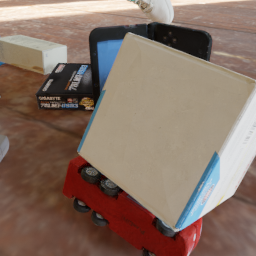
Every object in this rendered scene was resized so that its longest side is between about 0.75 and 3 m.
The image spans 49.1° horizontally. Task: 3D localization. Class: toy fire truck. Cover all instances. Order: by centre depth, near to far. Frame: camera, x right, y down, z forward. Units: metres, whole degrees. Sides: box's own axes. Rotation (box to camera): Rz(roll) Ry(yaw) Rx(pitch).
[{"bbox_3d":[0.045,0.853,4.900,2.929,0.714,2.066,28,27,23],"label":"toy fire truck"}]

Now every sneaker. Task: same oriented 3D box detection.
[{"bbox_3d":[0.240,-4.135,8.533,1.068,2.838,1.256,-16,32,51],"label":"sneaker"}]

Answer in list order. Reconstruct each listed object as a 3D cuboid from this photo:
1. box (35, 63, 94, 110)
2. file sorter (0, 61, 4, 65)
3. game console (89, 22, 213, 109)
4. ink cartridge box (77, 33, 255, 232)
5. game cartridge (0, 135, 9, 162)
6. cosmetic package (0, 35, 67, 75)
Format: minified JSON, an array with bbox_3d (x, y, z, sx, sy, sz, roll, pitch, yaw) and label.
[{"bbox_3d":[-1.283,-1.328,8.549,2.339,0.585,2.356,3,33,3],"label":"box"},{"bbox_3d":[-5.689,-2.737,10.076,1.402,1.239,2.020,13,35,18],"label":"file sorter"},{"bbox_3d":[0.445,-0.902,6.155,2.117,2.457,1.458,25,41,32],"label":"game console"},{"bbox_3d":[1.022,0.025,4.448,1.776,1.823,2.837,31,14,30],"label":"ink cartridge box"},{"bbox_3d":[-3.397,0.726,5.604,1.312,0.403,1.971,7,34,17],"label":"game cartridge"},{"bbox_3d":[-3.536,-2.735,10.284,2.385,0.848,1.254,20,32,25],"label":"cosmetic package"}]
